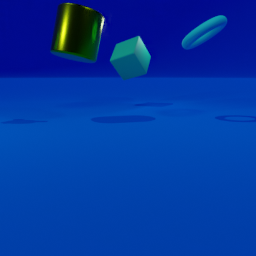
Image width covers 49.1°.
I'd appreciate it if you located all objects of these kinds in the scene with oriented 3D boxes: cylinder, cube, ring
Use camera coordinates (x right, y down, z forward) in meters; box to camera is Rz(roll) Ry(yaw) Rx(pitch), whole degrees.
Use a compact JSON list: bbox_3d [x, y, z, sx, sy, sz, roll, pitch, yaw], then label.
[{"bbox_3d":[-1.402,-2.577,7.745,1.281,1.281,1.281,11,5,-1],"label":"cylinder"},{"bbox_3d":[0.126,-2.909,11.779,1.154,1.154,1.154,-10,47,31],"label":"cube"},{"bbox_3d":[2.120,-2.644,7.816,1.348,0.270,1.348,-29,-2,-1],"label":"ring"}]
